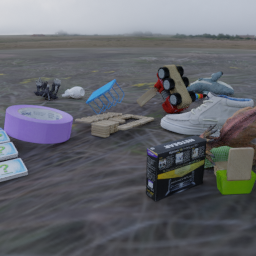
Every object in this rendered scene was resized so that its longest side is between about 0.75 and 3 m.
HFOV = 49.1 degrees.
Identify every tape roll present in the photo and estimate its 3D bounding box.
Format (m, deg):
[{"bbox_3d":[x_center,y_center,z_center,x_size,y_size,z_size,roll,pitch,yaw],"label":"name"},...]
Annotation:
[{"bbox_3d":[-2.636,-0.150,8.346,1.893,0.621,1.893,11,14,-3],"label":"tape roll"}]

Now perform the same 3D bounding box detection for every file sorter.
[{"bbox_3d":[-0.751,-1.038,9.621,1.064,0.653,0.738,-25,25,33],"label":"file sorter"}]

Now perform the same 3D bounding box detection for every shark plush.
[{"bbox_3d":[3.728,-1.979,13.710,2.719,1.235,1.132,1,50,-10],"label":"shark plush"}]

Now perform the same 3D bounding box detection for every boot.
[{"bbox_3d":[2.434,-0.497,8.814,2.792,1.334,1.027,7,21,18],"label":"boot"}]

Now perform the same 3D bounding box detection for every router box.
[{"bbox_3d":[0.989,0.790,5.693,1.317,1.036,0.344,-11,23,-30],"label":"router box"}]

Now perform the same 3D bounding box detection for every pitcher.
[{"bbox_3d":[-2.587,-1.625,13.218,0.914,0.554,0.784,0,23,27],"label":"pitcher"}]

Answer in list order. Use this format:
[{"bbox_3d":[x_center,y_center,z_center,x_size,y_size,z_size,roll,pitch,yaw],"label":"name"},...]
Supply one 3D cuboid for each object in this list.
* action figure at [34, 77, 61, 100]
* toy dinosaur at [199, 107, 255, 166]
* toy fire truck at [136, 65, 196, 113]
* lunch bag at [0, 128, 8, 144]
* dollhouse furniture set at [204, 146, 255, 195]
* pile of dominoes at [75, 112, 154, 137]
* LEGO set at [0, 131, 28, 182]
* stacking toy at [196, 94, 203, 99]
[{"bbox_3d":[-3.826,-1.916,13.322,1.176,1.010,1.979,6,16,-15],"label":"action figure"},{"bbox_3d":[2.366,0.036,6.026,1.673,2.468,1.059,2,51,-20],"label":"toy dinosaur"},{"bbox_3d":[1.419,-1.289,11.263,1.302,1.781,2.024,-12,-19,-29],"label":"toy fire truck"},{"bbox_3d":[-4.021,0.326,7.855,1.139,0.469,0.915,-12,20,-33],"label":"lunch bag"},{"bbox_3d":[2.456,0.374,6.595,1.566,1.200,2.391,-2,20,-5],"label":"dollhouse furniture set"},{"bbox_3d":[-0.419,-0.135,9.618,1.862,0.380,2.389,10,14,28],"label":"pile of dominoes"},{"bbox_3d":[-3.944,0.608,6.236,2.772,0.680,2.070,-12,36,-33],"label":"LEGO set"},{"bbox_3d":[3.227,-1.462,13.117,0.766,0.327,0.327,-6,20,-36],"label":"stacking toy"}]
